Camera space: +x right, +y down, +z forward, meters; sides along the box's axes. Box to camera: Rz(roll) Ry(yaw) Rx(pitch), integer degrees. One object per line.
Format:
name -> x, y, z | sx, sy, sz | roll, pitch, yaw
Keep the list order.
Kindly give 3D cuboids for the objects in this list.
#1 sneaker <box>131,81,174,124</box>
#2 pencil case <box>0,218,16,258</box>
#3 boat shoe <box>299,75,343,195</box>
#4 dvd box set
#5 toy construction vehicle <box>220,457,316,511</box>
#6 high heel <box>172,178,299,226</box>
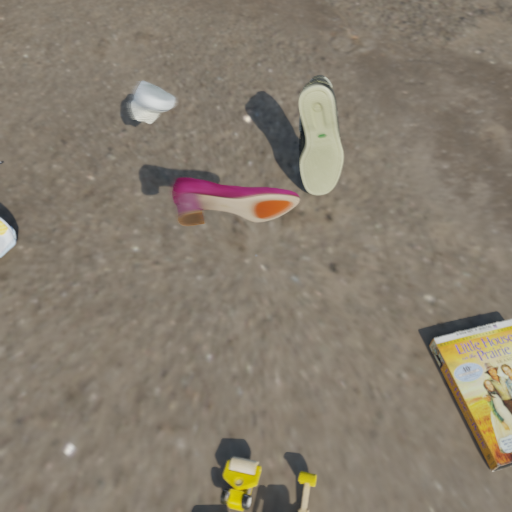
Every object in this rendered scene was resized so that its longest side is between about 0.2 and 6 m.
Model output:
sneaker -> -1.851, -2.635, 9.860 | 0.664, 0.644, 1.818 | 19, 15, -17
pencil case -> -5.179, 0.235, 9.524 | 1.072, 0.982, 2.363 | 19, 55, 10
boat shoe -> 1.202, -2.194, 10.466 | 0.821, 2.286, 0.773 | -2, 39, 7
dvd box set -> 3.815, 2.050, 8.591 | 1.528, 0.307, 2.088 | -11, 54, -9
toy construction vehicle -> 0.015, 3.609, 7.360 | 1.478, 0.598, 1.697 | 2, 50, 15
high heel -> -0.283, -0.862, 7.433 | 1.642, 0.554, 0.789 | -5, 52, -8
